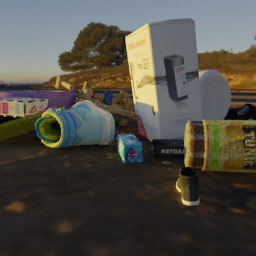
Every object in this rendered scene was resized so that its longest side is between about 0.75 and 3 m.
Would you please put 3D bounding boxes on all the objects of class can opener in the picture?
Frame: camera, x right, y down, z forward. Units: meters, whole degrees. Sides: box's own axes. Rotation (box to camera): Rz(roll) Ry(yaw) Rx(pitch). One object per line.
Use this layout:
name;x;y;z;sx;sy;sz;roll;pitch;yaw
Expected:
can opener;3.748;-0.402;10.056;0.774;0.960;2.441;-46;24;-17

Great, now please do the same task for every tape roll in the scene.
tape roll;-3.273;-0.722;9.940;2.838;1.206;2.838;-1;9;0

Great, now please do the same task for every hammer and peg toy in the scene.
hammer and peg toy;-1.225;-0.973;9.904;2.784;0.982;2.048;13;15;-14

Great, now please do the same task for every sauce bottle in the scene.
sauce bottle;2.337;0.293;4.585;2.758;0.893;0.893;-1;9;9

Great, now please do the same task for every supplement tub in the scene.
supplement tub;2.004;-1.066;9.881;1.895;1.895;2.620;-6;11;-32

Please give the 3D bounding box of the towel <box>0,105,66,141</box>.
towel;-2.461;-0.077;7.085;1.822;0.164;0.784;-21;-19;-30

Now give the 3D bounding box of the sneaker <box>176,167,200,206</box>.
sneaker;0.807;0.679;3.734;0.293;0.412;0.830;-1;8;5

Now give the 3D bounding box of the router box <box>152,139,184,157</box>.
router box;0.980;0.413;5.908;0.934;0.239;0.697;1;9;4

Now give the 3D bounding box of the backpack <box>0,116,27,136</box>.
backpack;-3.249;-0.070;7.727;0.821;0.773;1.006;5;32;37

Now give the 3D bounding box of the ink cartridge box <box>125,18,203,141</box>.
ink cartridge box;0.861;-1.110;7.049;1.177;2.776;2.022;-9;12;-13

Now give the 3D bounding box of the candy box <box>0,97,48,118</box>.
candy box;-3.025;-0.569;7.467;1.470;0.448;1.002;4;10;19

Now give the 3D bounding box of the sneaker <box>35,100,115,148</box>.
sneaker;-1.584;-0.170;7.118;1.689;1.029;2.587;-3;9;-28

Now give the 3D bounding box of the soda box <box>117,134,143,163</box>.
soda box;0.021;0.390;5.707;0.373;0.353;1.099;-1;10;-8

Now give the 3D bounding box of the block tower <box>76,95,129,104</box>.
block tower;-1.240;-1.248;14.082;2.680;0.724;0.775;0;-6;-8
